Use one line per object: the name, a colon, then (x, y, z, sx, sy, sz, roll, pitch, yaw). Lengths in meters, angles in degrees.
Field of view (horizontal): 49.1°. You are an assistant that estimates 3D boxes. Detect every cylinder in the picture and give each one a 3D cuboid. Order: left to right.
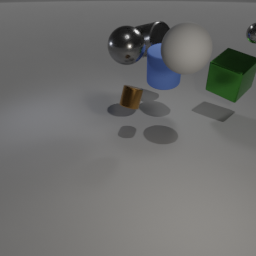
cylinder: (0.112, -1.072, 9.711, 0.700, 0.700, 0.700, 13, 14, -3)
cylinder: (0.985, -3.851, 12.296, 1.400, 1.400, 1.400, -23, 21, -36)
cylinder: (1.463, -2.489, 11.337, 1.400, 1.400, 1.400, -1, 42, 1)

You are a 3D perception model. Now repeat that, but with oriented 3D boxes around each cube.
cube: (4.194, -2.152, 11.354, 1.400, 1.400, 1.400, 33, 56, 31)

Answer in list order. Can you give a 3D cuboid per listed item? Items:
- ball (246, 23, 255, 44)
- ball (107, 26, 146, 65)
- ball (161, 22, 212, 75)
ball: (4.501, -3.311, 9.771, 0.700, 0.700, 0.700, 0, 28, 0)
ball: (-0.056, -3.033, 10.321, 1.400, 1.400, 1.400, 0, 28, 0)
ball: (1.607, -2.193, 7.757, 1.400, 1.400, 1.400, 0, 28, 0)
